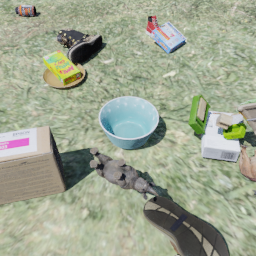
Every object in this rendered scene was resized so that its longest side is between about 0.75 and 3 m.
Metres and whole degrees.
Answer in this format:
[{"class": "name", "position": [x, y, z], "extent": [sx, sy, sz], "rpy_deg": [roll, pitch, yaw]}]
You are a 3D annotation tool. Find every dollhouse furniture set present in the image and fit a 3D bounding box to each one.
[{"class": "dollhouse furniture set", "position": [3.286, -0.538, 8.223], "extent": [2.893, 1.446, 1.117], "rpy_deg": [-10, 51, 44]}]

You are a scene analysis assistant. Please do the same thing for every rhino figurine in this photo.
[{"class": "rhino figurine", "position": [-0.087, 1.221, 7.161], "extent": [2.123, 0.928, 0.635], "rpy_deg": [22, 68, 33]}]

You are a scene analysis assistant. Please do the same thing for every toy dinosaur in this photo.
[{"class": "toy dinosaur", "position": [3.868, 1.304, 8.322], "extent": [0.878, 1.386, 2.045], "rpy_deg": [-1, 16, -27]}]

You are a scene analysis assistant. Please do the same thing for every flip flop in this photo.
[{"class": "flip flop", "position": [1.411, 2.762, 7.146], "extent": [1.075, 0.763, 2.651], "rpy_deg": [-36, 42, -23]}]

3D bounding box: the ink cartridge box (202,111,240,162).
[{"class": "ink cartridge box", "position": [3.076, 0.206, 9.476], "extent": [1.092, 0.505, 2.004], "rpy_deg": [7, 39, 8]}]

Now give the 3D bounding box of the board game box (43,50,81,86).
[{"class": "board game box", "position": [-2.815, -2.577, 11.878], "extent": [0.831, 0.390, 1.636], "rpy_deg": [-32, 63, -25]}]

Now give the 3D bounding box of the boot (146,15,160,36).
[{"class": "boot", "position": [1.467, -4.915, 13.779], "extent": [0.521, 1.037, 1.438], "rpy_deg": [-33, 59, -29]}]

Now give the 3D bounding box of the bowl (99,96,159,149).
[{"class": "bowl", "position": [0.026, -0.057, 9.411], "extent": [1.953, 1.022, 1.953], "rpy_deg": [0, 49, 0]}]

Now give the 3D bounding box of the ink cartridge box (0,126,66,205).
[{"class": "ink cartridge box", "position": [-3.160, 1.118, 7.592], "extent": [2.591, 2.134, 0.973], "rpy_deg": [-9, 51, -9]}]

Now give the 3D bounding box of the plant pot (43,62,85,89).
[{"class": "plant pot", "position": [-2.694, -2.211, 11.884], "extent": [1.773, 0.244, 1.773], "rpy_deg": [-1, 48, 1]}]

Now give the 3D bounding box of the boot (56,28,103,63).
[{"class": "boot", "position": [-2.497, -3.866, 12.890], "extent": [1.831, 0.890, 2.432], "rpy_deg": [22, 46, 18]}]

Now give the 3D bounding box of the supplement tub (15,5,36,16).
[{"class": "supplement tub", "position": [-5.671, -6.500, 15.531], "extent": [1.054, 0.564, 0.564], "rpy_deg": [0, 48, 1]}]

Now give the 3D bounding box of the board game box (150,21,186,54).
[{"class": "board game box", "position": [1.945, -4.354, 13.429], "extent": [1.246, 0.356, 1.273], "rpy_deg": [-38, 81, -29]}]
